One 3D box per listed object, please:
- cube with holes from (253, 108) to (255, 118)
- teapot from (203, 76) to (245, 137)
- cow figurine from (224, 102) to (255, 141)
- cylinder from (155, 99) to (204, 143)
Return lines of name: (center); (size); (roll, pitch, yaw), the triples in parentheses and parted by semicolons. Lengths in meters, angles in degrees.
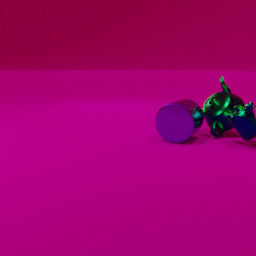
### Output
cube with holes: (2.953, -0.074, 4.918); (0.862, 0.862, 0.862); (-16, 1, -15)
teapot: (2.399, -0.518, 7.185); (0.852, 1.739, 1.081); (35, -29, -27)
cow figurine: (3.057, -0.335, 6.421); (1.566, 0.874, 1.591); (28, 55, -4)
cylinder: (1.247, -0.188, 6.693); (0.925, 0.925, 0.925); (7, 14, 28)
